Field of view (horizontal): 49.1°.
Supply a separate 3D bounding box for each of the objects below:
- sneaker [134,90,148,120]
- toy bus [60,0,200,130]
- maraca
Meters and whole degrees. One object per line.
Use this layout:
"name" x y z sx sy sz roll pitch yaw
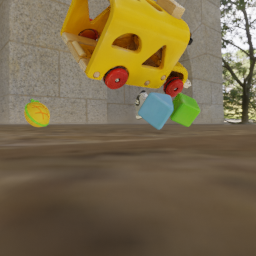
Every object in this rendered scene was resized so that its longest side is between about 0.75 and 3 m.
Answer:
"sneaker" 0.753 -0.878 9.330 1.574 0.909 0.591 -18 0 42
"toy bus" 0.264 -1.219 3.835 2.088 1.143 2.213 30 32 -5
"maraca" -3.110 -0.541 9.680 0.750 0.961 1.402 -38 28 15
